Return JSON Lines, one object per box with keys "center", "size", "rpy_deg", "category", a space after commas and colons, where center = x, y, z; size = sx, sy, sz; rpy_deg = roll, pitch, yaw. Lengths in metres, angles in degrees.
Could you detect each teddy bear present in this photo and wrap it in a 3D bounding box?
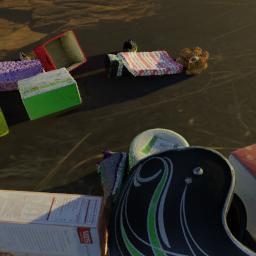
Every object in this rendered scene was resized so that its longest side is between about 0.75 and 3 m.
{"center": [2.748, -2.972, 11.841], "size": [1.350, 0.622, 1.862], "rpy_deg": [12, 43, 16], "category": "teddy bear"}

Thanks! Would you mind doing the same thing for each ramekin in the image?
{"center": [0.820, 0.813, 7.381], "size": [1.736, 0.848, 1.736], "rpy_deg": [-1, 42, 1], "category": "ramekin"}

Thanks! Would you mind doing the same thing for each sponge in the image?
{"center": [-4.749, -2.047, 10.913], "size": [2.877, 0.429, 1.605], "rpy_deg": [-6, 43, -7], "category": "sponge"}

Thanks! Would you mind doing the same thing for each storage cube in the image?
{"center": [-2.648, -2.804, 10.733], "size": [1.480, 1.265, 1.330], "rpy_deg": [-37, 26, -24], "category": "storage cube"}

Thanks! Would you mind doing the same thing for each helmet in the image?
{"center": [1.032, 1.976, 4.767], "size": [2.822, 2.822, 2.690], "rpy_deg": [1, 56, 2], "category": "helmet"}

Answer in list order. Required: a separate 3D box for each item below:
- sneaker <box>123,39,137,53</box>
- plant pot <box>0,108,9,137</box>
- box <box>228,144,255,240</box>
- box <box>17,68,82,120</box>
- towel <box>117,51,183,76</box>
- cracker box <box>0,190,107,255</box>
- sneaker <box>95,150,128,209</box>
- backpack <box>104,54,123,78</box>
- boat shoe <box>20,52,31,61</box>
{"center": [0.089, -3.652, 12.586], "size": [0.569, 0.621, 1.482], "rpy_deg": [5, 42, 5], "category": "sneaker"}
{"center": [-5.509, -1.016, 8.194], "size": [2.793, 2.535, 2.780], "rpy_deg": [-23, 46, -24], "category": "plant pot"}
{"center": [3.961, 1.369, 6.273], "size": [2.908, 1.546, 2.214], "rpy_deg": [-16, 44, -17], "category": "box"}
{"center": [-2.668, -1.219, 9.400], "size": [1.740, 0.841, 1.535], "rpy_deg": [-22, 36, -16], "category": "box"}
{"center": [0.894, -2.737, 11.509], "size": [2.334, 0.349, 1.708], "rpy_deg": [-9, 41, -25], "category": "towel"}
{"center": [-1.690, 2.004, 5.471], "size": [2.490, 1.668, 0.718], "rpy_deg": [4, 42, 3], "category": "cracker box"}
{"center": [-0.529, 1.253, 7.071], "size": [0.793, 0.674, 1.812], "rpy_deg": [12, 33, 3], "category": "sneaker"}
{"center": [-0.589, -2.500, 11.179], "size": [0.698, 0.801, 0.911], "rpy_deg": [-7, 40, -21], "category": "backpack"}
{"center": [-4.462, -3.026, 12.160], "size": [0.299, 0.258, 0.821], "rpy_deg": [-27, 49, -27], "category": "boat shoe"}
